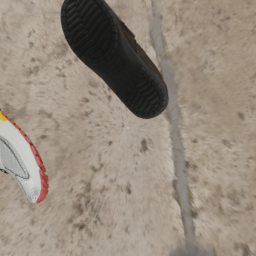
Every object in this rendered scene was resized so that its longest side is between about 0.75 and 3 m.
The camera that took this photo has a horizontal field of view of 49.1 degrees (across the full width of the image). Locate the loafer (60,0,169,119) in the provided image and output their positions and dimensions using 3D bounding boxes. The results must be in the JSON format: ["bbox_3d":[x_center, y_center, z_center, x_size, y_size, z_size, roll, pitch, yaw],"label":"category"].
[{"bbox_3d":[-0.175,-1.060,4.094,0.779,0.762,2.135,-35,90,22],"label":"loafer"}]

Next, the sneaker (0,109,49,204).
[{"bbox_3d":[-2.527,0.333,5.060,2.883,1.122,1.184,41,66,13],"label":"sneaker"}]
